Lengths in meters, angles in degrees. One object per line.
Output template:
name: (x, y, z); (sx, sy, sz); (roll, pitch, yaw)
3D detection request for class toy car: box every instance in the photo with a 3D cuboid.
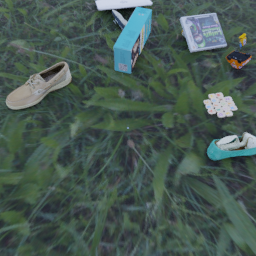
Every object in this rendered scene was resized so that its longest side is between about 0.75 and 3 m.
toy car: (4.068, -2.626, 9.778); (0.804, 0.545, 1.638); (16, 55, 38)

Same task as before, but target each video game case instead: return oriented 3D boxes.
video game case: (2.763, -3.505, 10.245); (1.486, 0.174, 1.351); (-13, 81, -16)

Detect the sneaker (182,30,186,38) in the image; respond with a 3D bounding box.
sneaker: (2.600, -3.884, 10.721); (1.384, 0.539, 0.569); (-39, 61, -25)

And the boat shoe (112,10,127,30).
boat shoe: (-0.343, -4.258, 11.076); (0.407, 0.336, 1.087); (-15, 60, -48)

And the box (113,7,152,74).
box: (0.203, -3.137, 9.868); (0.608, 1.018, 2.473); (15, 55, 11)

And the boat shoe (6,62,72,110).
boat shoe: (-2.808, -1.374, 8.751); (2.232, 0.725, 0.805); (-33, 60, -22)

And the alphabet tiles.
alphabet tiles: (2.862, -0.718, 8.680); (0.927, 0.069, 0.947); (-9, 55, -6)

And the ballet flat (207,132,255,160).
ballet flat: (2.975, 0.442, 7.476); (1.732, 0.610, 0.583); (-11, 46, -9)

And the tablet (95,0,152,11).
tablet: (-0.209, -5.256, 11.731); (2.228, 0.152, 1.449); (-9, 37, -6)
